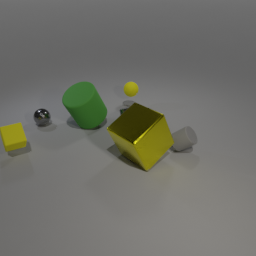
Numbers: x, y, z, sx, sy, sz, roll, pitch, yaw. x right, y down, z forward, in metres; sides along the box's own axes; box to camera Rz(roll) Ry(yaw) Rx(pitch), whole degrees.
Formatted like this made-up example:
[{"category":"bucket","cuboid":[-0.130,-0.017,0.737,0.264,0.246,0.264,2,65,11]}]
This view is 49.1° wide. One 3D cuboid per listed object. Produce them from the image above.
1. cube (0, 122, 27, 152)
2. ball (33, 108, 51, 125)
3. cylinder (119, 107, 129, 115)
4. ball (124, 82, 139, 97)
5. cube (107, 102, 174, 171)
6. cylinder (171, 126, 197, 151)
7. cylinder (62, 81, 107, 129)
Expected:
[{"category":"cube","cuboid":[-3.958,0.320,9.663,0.700,0.700,0.700,-16,75,-27]},{"category":"ball","cuboid":[-3.595,-0.468,11.719,0.700,0.700,0.700,0,29,0]},{"category":"cylinder","cuboid":[0.050,-0.509,11.659,0.700,0.700,0.700,-12,9,2]},{"category":"ball","cuboid":[0.141,-1.800,13.037,0.700,0.700,0.700,0,29,0]},{"category":"cube","cuboid":[0.433,0.258,9.247,1.400,1.400,1.400,-44,43,-18]},{"category":"cylinder","cuboid":[1.964,0.381,9.880,0.700,0.700,0.700,-31,10,35]},{"category":"cylinder","cuboid":[-1.724,-0.912,11.345,1.400,1.400,1.400,-11,50,14]}]
